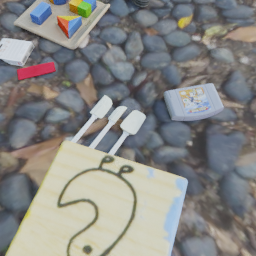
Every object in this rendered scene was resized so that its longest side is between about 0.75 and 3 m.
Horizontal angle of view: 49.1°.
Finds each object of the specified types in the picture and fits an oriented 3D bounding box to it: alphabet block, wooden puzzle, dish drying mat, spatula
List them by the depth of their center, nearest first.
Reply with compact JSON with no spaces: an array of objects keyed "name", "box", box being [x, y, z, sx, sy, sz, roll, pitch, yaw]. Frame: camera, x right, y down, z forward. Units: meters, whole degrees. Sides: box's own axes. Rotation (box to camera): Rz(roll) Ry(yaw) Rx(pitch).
[{"name":"alphabet block","box":[-0.380,1.810,4.966,2.197,2.158,2.146,16,60,9]},{"name":"spatula","box":[-0.600,0.124,7.077,1.392,0.161,2.002,29,64,15]},{"name":"dish drying mat","box":[-2.654,-1.659,8.127,1.071,0.097,0.411,-16,61,-8]},{"name":"wooden puzzle","box":[-2.139,-3.795,9.069,2.452,0.568,2.271,23,63,13]}]

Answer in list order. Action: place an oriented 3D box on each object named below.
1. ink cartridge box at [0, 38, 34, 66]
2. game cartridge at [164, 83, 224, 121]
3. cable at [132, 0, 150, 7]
[{"name":"ink cartridge box","box":[-3.472,-2.286,8.434,1.031,0.258,0.836,10,61,14]},{"name":"game cartridge","box":[1.762,-0.671,7.473,1.434,0.298,0.955,-11,57,-6]},{"name":"cable","box":[0.021,-5.380,10.146,1.434,0.743,2.952,-25,75,-33]}]
